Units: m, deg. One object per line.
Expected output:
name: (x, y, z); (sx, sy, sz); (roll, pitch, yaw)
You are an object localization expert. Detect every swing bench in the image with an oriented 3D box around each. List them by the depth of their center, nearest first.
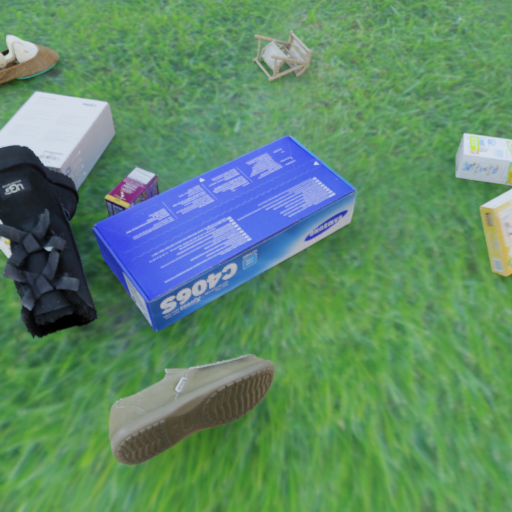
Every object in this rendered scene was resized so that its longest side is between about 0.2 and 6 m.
swing bench: (0.624, -4.905, 13.715); (1.079, 0.700, 1.074); (-14, 50, -18)

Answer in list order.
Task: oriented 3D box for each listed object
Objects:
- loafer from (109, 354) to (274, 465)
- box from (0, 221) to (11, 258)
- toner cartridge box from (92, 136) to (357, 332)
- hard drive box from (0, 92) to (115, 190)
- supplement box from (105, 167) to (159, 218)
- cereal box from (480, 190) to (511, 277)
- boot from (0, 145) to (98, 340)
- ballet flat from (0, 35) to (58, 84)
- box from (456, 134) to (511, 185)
loafer: (-0.846, 1.829, 7.413); (2.425, 0.922, 0.818); (-17, 42, -31)
box: (-4.369, -0.385, 9.924); (0.492, 0.527, 2.542); (-33, 56, -29)
toner cartridge box: (-0.474, -0.554, 9.812); (4.161, 0.898, 1.976); (-28, 56, -22)
hard drive box: (-4.119, -2.279, 11.326); (1.718, 0.847, 2.204); (11, 50, 9)
supplement box: (-2.282, -1.076, 10.416); (0.515, 0.654, 0.999); (23, 52, 15)
cereal box: (4.710, -0.615, 9.556); (1.808, 1.301, 0.357); (-26, 22, -16)
boot: (-3.191, -0.086, 8.778); (1.165, 3.148, 2.579); (-21, 85, -8)
ballet flat: (-6.005, -4.620, 13.243); (2.696, 0.975, 0.914); (-29, 62, -23)
box: (4.677, -1.915, 11.166); (1.218, 0.617, 0.685); (10, 51, 9)
